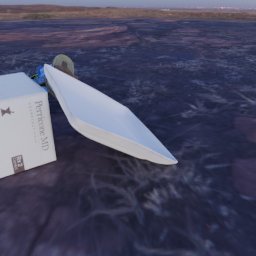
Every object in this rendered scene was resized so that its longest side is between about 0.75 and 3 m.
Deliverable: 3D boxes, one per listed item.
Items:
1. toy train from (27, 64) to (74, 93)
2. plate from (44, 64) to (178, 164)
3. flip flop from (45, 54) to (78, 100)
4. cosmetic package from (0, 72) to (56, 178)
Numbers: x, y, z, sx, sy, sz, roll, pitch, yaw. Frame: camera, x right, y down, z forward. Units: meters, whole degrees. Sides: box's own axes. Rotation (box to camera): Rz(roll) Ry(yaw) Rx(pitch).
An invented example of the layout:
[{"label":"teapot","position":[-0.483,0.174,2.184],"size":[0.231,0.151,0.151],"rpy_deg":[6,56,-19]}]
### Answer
[{"label":"toy train","position":[-2.994,-1.973,10.759],"size":[1.769,1.011,0.767],"rpy_deg":[-18,47,15]},{"label":"plate","position":[-0.561,-0.248,6.737],"size":[2.946,0.476,2.940],"rpy_deg":[26,16,-38]},{"label":"flip flop","position":[-2.078,-1.736,9.422],"size":[0.754,1.063,2.620],"rpy_deg":[-35,39,27]},{"label":"cosmetic package","position":[-3.064,-0.062,6.413],"size":[2.183,1.799,1.801],"rpy_deg":[-17,32,-29]}]
